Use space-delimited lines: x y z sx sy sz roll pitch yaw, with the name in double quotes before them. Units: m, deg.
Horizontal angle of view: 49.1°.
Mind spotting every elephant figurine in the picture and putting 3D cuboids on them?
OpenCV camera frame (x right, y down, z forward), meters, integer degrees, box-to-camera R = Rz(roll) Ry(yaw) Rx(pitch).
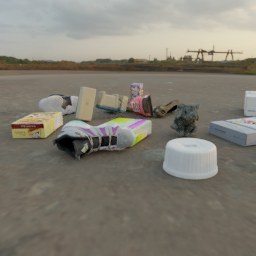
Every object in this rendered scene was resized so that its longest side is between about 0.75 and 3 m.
"elephant figurine" 2.137 -0.468 9.798 1.047 1.479 1.148 -24 55 -25

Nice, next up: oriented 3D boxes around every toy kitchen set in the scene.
"toy kitchen set" -1.458 -1.015 13.533 2.447 1.442 1.960 10 1 -30

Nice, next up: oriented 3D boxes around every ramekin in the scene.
"ramekin" 1.584 0.723 7.118 1.374 0.670 1.374 0 14 0

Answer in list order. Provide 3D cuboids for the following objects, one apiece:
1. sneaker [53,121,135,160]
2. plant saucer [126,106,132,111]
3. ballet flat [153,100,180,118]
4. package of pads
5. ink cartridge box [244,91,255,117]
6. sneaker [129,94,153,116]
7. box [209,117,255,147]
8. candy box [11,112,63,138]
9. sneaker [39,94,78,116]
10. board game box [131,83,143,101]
"sneaker" -1.016 0.477 8.036 2.294 0.892 1.605 2 23 11
"plant saucer" -0.255 -1.173 15.075 1.142 0.177 1.142 22 7 -3
"ballet flat" 2.048 -0.923 13.974 0.542 0.788 2.339 46 32 19
"package of pads" -0.135 0.090 9.736 1.381 0.610 1.788 6 15 25
"ink cartridge box" 6.890 -1.248 14.275 1.748 1.009 2.394 5 15 20
"sneaker" 0.620 -1.062 14.167 1.206 1.024 2.780 -11 8 7
"box" 4.470 0.079 10.092 2.373 0.489 1.850 -4 15 -21
"candy box" -3.408 -0.154 10.762 1.217 0.583 2.109 0 15 4
"sneaker" -3.680 -1.157 14.060 1.537 1.019 2.701 8 10 31
"board game box" 0.557 -2.185 17.648 0.579 1.195 0.952 4 14 15
